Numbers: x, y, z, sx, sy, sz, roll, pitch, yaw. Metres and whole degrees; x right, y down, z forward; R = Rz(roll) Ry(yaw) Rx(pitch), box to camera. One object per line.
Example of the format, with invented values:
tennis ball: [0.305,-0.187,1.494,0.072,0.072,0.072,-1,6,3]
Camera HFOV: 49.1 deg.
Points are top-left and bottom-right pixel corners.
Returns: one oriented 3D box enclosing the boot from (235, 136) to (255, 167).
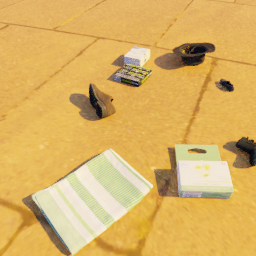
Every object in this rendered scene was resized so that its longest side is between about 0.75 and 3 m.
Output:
boot: [4.169,0.776,9.672,0.949,0.429,1.158,34,44,30]

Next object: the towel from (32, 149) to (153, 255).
towel: [-1.022,1.945,8.391,2.995,0.350,2.285,-30,50,-30]

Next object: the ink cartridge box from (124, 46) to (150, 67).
ink cartridge box: [0.483,-3.734,14.749,0.952,0.558,1.300,17,45,20]

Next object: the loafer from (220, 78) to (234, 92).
loafer: [4.614,-2.061,12.994,0.331,0.342,0.974,-12,42,-13]

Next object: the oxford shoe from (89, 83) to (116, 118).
oxford shoe: [-1.099,-1.182,11.776,0.861,0.741,2.039,-13,51,-25]

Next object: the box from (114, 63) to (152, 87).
box: [0.246,-2.599,13.633,1.417,0.337,1.368,19,42,21]

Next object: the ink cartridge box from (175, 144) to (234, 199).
ink cartridge box: [2.354,1.212,9.009,1.558,0.513,2.141,1,47,3]

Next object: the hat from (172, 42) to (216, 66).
hat: [3.416,-3.757,14.566,2.172,0.876,2.172,-6,32,4]
